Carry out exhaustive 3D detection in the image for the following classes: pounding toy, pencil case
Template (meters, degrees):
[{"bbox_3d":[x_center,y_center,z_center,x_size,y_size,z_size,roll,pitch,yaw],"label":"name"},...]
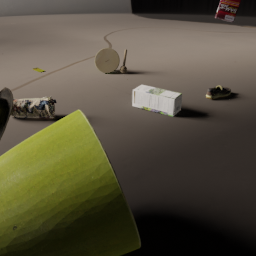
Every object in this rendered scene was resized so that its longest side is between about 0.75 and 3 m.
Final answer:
[{"bbox_3d":[-0.940,-3.814,16.192,1.853,1.430,0.860,3,2,4],"label":"pounding toy"},{"bbox_3d":[-3.733,-0.816,10.663,1.915,0.856,0.745,1,13,4],"label":"pencil case"}]

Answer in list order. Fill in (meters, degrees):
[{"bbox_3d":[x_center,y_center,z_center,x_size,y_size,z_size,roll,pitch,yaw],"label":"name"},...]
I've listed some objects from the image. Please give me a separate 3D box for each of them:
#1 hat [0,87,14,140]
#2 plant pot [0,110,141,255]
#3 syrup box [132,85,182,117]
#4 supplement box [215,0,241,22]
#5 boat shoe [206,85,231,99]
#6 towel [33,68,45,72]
[{"bbox_3d":[-2.826,-0.298,5.741,0.494,1.225,1.225,12,13,-44],"label":"hat"},{"bbox_3d":[-1.675,1.474,4.885,2.899,2.712,2.712,-24,33,-14],"label":"plant pot"},{"bbox_3d":[1.154,-1.140,11.364,1.901,0.774,0.748,16,32,28],"label":"syrup box"},{"bbox_3d":[4.065,-5.018,11.161,0.749,1.376,0.419,16,21,6],"label":"supplement box"},{"bbox_3d":[4.165,-1.685,12.705,1.532,0.497,0.561,-20,34,-33],"label":"boat shoe"},{"bbox_3d":[-5.241,-3.424,16.474,0.870,0.079,0.374,25,37,38],"label":"towel"}]
